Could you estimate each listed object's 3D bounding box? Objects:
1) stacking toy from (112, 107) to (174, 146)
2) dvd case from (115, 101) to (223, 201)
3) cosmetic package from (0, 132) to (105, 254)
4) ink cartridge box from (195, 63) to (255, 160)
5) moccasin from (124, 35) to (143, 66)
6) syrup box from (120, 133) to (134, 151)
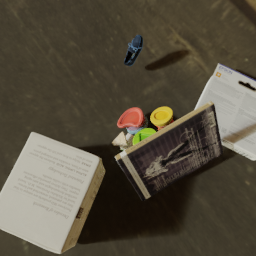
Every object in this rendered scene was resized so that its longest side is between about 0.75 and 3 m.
[{"bbox_3d":[0.480,0.147,8.156,1.674,0.707,1.515,5,54,34],"label":"stacking toy"},{"bbox_3d":[1.239,0.718,7.573,2.795,2.078,0.223,-30,43,-3],"label":"dvd case"},{"bbox_3d":[-1.934,1.697,7.355,1.923,1.922,2.331,20,73,6],"label":"cosmetic package"},{"bbox_3d":[3.364,-0.540,8.781,2.305,0.508,2.348,28,72,6],"label":"ink cartridge box"},{"bbox_3d":[0.173,-2.395,8.755,0.411,0.349,1.023,35,120,28],"label":"moccasin"},{"bbox_3d":[0.424,0.704,8.416,1.260,0.496,0.513,30,80,8],"label":"syrup box"}]
